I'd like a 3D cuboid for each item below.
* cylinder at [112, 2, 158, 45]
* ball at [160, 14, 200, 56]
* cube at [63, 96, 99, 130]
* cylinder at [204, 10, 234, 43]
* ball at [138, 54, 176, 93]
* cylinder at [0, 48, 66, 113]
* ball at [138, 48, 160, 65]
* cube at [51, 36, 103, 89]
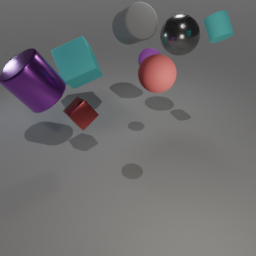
[{"bbox_3d":[0.253,-4.142,11.214,1.400,1.400,1.400,-14,14,-22],"label":"cylinder"},{"bbox_3d":[1.837,-3.277,9.904,1.400,1.400,1.400,0,31,0],"label":"ball"},{"bbox_3d":[-1.494,-0.472,8.846,0.700,0.700,0.700,-46,32,-8],"label":"cube"},{"bbox_3d":[2.706,-3.013,8.370,0.700,0.700,0.700,-17,-1,0],"label":"cylinder"},{"bbox_3d":[0.532,-0.997,5.136,0.700,0.700,0.700,0,31,0],"label":"ball"},{"bbox_3d":[-2.844,-1.405,8.442,1.400,1.400,1.400,-21,43,21],"label":"cylinder"},{"bbox_3d":[0.658,-2.018,8.306,0.700,0.700,0.700,0,31,0],"label":"ball"},{"bbox_3d":[-2.021,-2.594,11.331,1.400,1.400,1.400,-23,-4,4],"label":"cube"}]
